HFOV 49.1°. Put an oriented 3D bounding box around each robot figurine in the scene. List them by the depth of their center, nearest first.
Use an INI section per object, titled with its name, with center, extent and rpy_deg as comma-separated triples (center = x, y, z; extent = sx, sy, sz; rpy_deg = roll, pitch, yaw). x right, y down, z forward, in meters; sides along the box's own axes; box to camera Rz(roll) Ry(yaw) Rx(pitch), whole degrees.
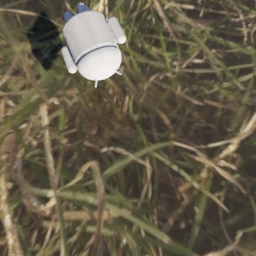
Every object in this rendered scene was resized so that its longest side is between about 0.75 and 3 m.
[robot figurine]
center = -0.688, -1.585, 5.395
extent = 1.321, 0.880, 1.558
rpy_deg = -28, 80, 20
